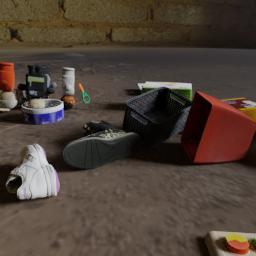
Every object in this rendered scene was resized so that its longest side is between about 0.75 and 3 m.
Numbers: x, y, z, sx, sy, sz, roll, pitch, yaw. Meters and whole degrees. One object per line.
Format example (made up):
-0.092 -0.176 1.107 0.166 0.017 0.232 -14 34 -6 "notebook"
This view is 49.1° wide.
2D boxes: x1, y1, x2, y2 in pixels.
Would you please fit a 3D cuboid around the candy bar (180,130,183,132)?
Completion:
2.122 -0.217 8.948 0.508 0.226 2.036 7 21 29 "candy bar"

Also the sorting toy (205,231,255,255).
1.675 1.688 3.606 1.128 0.206 1.044 0 20 0 "sorting toy"

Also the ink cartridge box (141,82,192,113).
1.576 -1.384 11.176 1.819 0.932 2.461 4 21 10 "ink cartridge box"

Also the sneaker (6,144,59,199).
-1.966 0.802 5.437 0.869 0.653 1.744 -11 22 -28 "sneaker"

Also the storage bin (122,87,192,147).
0.824 -0.351 7.627 1.174 0.814 1.737 36 44 29 "storage bin"

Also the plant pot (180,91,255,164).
2.163 0.059 6.693 1.241 1.409 1.407 13 19 -5 "plant pot"

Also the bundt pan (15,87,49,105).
-3.579 -1.133 10.480 1.220 1.220 0.458 -3 64 -8 "bundt pan"

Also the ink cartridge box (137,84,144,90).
1.266 -1.868 13.449 1.569 0.318 1.565 -1 20 -3 "ink cartridge box"

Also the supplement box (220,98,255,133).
3.441 -0.387 8.584 1.157 0.779 1.173 -7 21 -19 "supplement box"

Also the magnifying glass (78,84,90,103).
-1.679 -1.302 10.587 0.088 0.782 0.311 -3 27 46 "magnifying glass"

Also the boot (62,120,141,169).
-0.846 0.322 6.744 1.932 0.698 1.460 -10 21 -33 "boot"

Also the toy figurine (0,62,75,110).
-3.261 -1.420 10.229 2.462 1.713 2.424 11 13 29 "toy figurine"

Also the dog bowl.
-2.868 -0.569 9.476 1.352 0.532 1.352 0 20 0 "dog bowl"

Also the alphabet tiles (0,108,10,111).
-5.400 -0.695 9.168 2.416 0.092 2.903 1 4 -40 "alphabet tiles"
